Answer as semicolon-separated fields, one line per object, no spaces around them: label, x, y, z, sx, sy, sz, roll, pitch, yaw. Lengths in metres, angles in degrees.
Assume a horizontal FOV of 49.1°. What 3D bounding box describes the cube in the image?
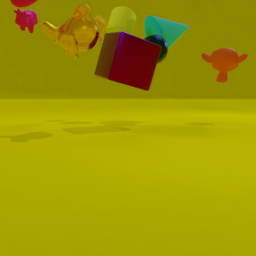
cube;-0.037;-1.820;7.664;1.229;1.229;1.229;12;10;-27

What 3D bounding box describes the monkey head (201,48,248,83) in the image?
monkey head;3.078;-2.052;9.027;1.405;1.011;0.847;8;-19;24

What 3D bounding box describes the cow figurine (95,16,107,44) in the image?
cow figurine;-1.042;-3.631;10.538;0.891;0.877;0.489;-37;22;34

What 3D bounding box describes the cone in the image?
cone;1.545;-3.413;9.930;1.467;1.462;1.462;-20;11;-12

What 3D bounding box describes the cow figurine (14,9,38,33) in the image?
cow figurine;-2.947;-3.211;8.150;0.499;0.909;0.894;16;-32;-4

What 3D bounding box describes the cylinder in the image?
cylinder;-0.233;-3.547;9.719;0.899;0.899;0.899;12;-20;4

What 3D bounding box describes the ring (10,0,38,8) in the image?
ring;-2.241;-3.228;6.417;1.132;1.132;0.226;4;-23;29

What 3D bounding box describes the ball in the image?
ball;0.816;-2.498;8.925;0.925;0.925;0.925;0;6;0

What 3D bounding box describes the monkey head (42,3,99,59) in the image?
monkey head;-1.273;-2.248;6.440;1.173;0.982;1.630;35;-11;-2
